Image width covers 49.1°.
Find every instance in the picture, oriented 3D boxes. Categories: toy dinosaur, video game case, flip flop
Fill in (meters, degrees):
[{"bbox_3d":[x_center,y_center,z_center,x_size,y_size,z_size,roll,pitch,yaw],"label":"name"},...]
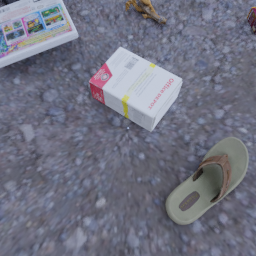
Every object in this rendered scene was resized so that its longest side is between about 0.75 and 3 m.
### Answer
[{"bbox_3d":[0.576,-4.579,10.286,1.318,0.749,2.481,-7,63,-33],"label":"toy dinosaur"},{"bbox_3d":[-3.158,-3.224,8.845,2.645,0.313,2.407,-23,62,-6],"label":"video game case"},{"bbox_3d":[2.063,1.258,7.011,2.804,0.807,1.137,-37,68,-18],"label":"flip flop"}]

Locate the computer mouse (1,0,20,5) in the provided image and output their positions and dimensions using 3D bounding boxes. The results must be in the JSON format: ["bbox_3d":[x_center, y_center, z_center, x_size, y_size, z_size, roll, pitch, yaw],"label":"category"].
[{"bbox_3d":[-4.511,-4.706,10.331,2.670,0.614,1.874,40,72,12],"label":"computer mouse"}]

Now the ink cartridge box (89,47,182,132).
[{"bbox_3d":[0.227,-1.144,8.213,2.187,0.912,1.588,32,67,15],"label":"ink cartridge box"}]

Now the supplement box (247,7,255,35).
[{"bbox_3d":[4.580,-3.776,9.845,0.377,0.485,0.880,-8,63,-4],"label":"supplement box"}]
